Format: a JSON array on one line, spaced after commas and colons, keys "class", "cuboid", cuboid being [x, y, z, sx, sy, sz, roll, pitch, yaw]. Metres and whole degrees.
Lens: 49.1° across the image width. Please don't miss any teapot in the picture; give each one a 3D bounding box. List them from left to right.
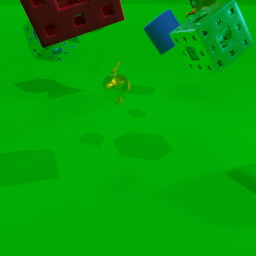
[{"class": "teapot", "cuboid": [-0.254, -1.067, 6.889, 0.719, 1.157, 0.566, 5, -20, -37]}, {"class": "teapot", "cuboid": [1.885, -3.338, 7.258, 0.577, 1.179, 0.733, -12, 65, -25]}]

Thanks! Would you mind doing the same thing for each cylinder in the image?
[{"class": "cylinder", "cuboid": [1.386, -3.556, 10.439, 1.187, 1.187, 1.187, -35, 11, 8]}]

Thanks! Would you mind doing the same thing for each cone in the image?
[{"class": "cone", "cuboid": [-1.452, -4.040, 9.256, 1.529, 1.529, 1.535, 6, 14, 12]}]

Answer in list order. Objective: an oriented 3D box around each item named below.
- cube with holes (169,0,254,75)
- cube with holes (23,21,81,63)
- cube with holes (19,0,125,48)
[{"class": "cube with holes", "cuboid": [1.684, -1.820, 5.742, 0.996, 0.996, 0.996, -39, 24, -7]}, {"class": "cube with holes", "cuboid": [-3.025, -3.652, 11.132, 1.393, 1.393, 1.393, -29, -14, 34]}, {"class": "cube with holes", "cuboid": [-0.929, -2.172, 4.058, 1.254, 1.254, 1.254, -20, 42, -2]}]
